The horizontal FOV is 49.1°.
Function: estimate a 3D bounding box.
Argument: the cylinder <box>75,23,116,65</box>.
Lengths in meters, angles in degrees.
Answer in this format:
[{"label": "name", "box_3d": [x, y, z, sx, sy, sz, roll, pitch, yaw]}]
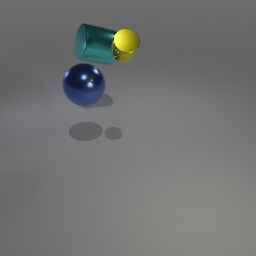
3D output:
[{"label": "cylinder", "box_3d": [-1.251, -3.320, 11.208, 1.400, 1.400, 1.400, 3, 25, -29]}]

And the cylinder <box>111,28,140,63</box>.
[{"label": "cylinder", "box_3d": [-0.086, -2.228, 7.617, 0.700, 0.700, 0.700, -5, -6, -9]}]

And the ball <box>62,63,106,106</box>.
[{"label": "ball", "box_3d": [-1.437, -1.416, 9.210, 1.400, 1.400, 1.400, 0, 30, 0]}]
